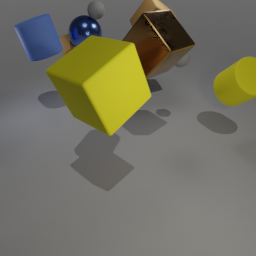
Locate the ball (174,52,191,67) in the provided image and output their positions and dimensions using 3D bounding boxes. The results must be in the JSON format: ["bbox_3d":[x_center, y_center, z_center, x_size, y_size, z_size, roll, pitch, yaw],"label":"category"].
[{"bbox_3d":[1.878,-2.525,10.016,0.700,0.700,0.700,0,32,0],"label":"ball"}]

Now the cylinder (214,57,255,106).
[{"bbox_3d":[4.049,-1.627,10.057,1.400,1.400,1.400,-11,-8,-17],"label":"cylinder"}]

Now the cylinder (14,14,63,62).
[{"bbox_3d":[-3.436,-3.503,10.863,1.400,1.400,1.400,-14,29,8],"label":"cylinder"}]

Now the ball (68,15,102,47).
[{"bbox_3d":[-1.796,-3.997,11.788,1.400,1.400,1.400,0,32,0],"label":"ball"}]

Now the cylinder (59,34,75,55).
[{"bbox_3d":[-2.691,-3.686,12.479,0.700,0.700,0.700,-31,-3,-1],"label":"cylinder"}]

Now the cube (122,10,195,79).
[{"bbox_3d":[0.878,-2.552,8.599,1.400,1.400,1.400,-28,81,-42],"label":"cube"}]

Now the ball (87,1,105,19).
[{"bbox_3d":[-1.280,-4.729,11.232,0.700,0.700,0.700,0,32,0],"label":"ball"}]

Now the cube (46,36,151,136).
[{"bbox_3d":[-0.592,-0.952,6.053,1.400,1.400,1.400,25,61,41],"label":"cube"}]

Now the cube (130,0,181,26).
[{"bbox_3d":[1.134,-4.527,11.998,1.400,1.400,1.400,22,36,-33],"label":"cube"}]
